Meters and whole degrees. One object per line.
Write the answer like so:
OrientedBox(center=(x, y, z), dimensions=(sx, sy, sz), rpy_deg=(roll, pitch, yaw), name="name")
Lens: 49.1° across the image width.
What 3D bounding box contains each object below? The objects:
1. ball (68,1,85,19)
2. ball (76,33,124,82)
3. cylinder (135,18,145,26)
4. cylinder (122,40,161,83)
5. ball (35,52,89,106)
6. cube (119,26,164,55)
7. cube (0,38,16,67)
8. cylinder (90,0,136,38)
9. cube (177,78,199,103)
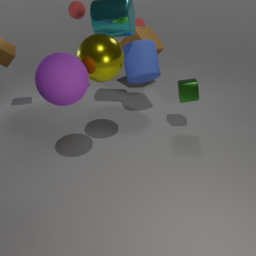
OrientedBox(center=(-2.105, -4.850, 11.530), dimensions=(0.700, 0.700, 0.700), rpy_deg=(0, 31, 0), name="ball")
OrientedBox(center=(-0.808, -2.051, 8.256), dimensions=(1.400, 1.400, 1.400), rpy_deg=(0, 31, 0), name="ball")
OrientedBox(center=(0.540, -5.216, 14.638), dimensions=(0.700, 0.700, 0.700), rpy_deg=(-2, 68, 5), name="cylinder")
OrientedBox(center=(0.540, -2.701, 11.531), dimensions=(1.400, 1.400, 1.400), rpy_deg=(-10, -4, -1), name="cylinder")
OrientedBox(center=(-1.748, -1.289, 7.464), dimensions=(1.400, 1.400, 1.400), rpy_deg=(0, 31, 0), name="ball")
OrientedBox(center=(0.645, -4.053, 13.993), dimensions=(1.400, 1.400, 1.400), rpy_deg=(-24, 79, -48), name="cube")
OrientedBox(center=(-4.955, -2.983, 11.102), dimensions=(0.700, 0.700, 0.700), rpy_deg=(23, 38, -41), name="cube")
OrientedBox(center=(-0.532, -4.136, 10.517), dimensions=(1.400, 1.400, 1.400), rpy_deg=(-2, 30, 14), name="cylinder")
OrientedBox(center=(2.240, -1.399, 10.436), dimensions=(0.700, 0.700, 0.700), rpy_deg=(-6, 22, 9), name="cube")
